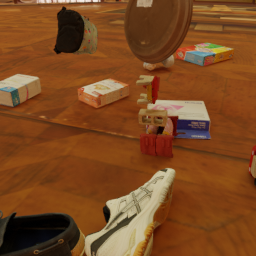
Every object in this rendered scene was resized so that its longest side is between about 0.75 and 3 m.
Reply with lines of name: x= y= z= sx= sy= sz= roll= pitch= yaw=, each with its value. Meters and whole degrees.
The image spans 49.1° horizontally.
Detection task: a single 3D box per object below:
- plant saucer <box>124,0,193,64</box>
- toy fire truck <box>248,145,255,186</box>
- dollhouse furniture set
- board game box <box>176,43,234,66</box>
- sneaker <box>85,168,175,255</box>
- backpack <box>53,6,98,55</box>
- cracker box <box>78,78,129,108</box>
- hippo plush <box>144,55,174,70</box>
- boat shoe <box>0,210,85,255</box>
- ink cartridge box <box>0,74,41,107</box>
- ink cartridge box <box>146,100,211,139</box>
plant saucer: x=0.762 y=-3.428 z=8.689 sx=0.412 sy=2.794 sz=2.794 roll=-3 pitch=25 yaw=-40
toy fire truck: x=3.809 y=0.619 z=6.812 sx=1.628 sy=1.190 sz=1.849 roll=6 pitch=19 yaw=11
dollhouse furniture set: x=0.837 y=-0.431 z=7.390 sx=0.896 sy=2.204 sz=1.186 roll=5 pitch=34 yaw=15
board game box: x=4.297 y=-4.162 z=15.652 sx=2.579 sy=0.520 sz=1.973 roll=-20 pitch=35 yaw=-32
sneaker: x=0.128 y=1.492 z=5.284 sx=1.117 sy=0.964 sz=2.548 roll=13 pitch=31 yaw=22
backpack: x=-1.571 y=-2.843 z=8.743 sx=1.044 sy=1.376 sz=1.649 roll=16 pitch=10 yaw=6
cracker box: x=-0.923 y=-1.383 z=10.800 sx=1.133 sy=0.488 sz=1.691 roll=26 pitch=39 yaw=37
hippo plush: x=1.571 y=-3.371 z=13.988 sx=1.275 sy=1.264 sz=1.586 roll=17 pitch=22 yaw=-22
boat shoe: x=-2.099 y=1.883 z=4.723 sx=2.726 sy=0.849 sz=1.017 roll=-2 pitch=32 yaw=-1
ink cartridge box: x=-4.318 y=-1.477 z=10.780 sx=1.145 sy=0.671 sz=1.585 roll=13 pitch=34 yaw=21
ink cartridge box: x=1.588 y=-0.349 z=9.074 sx=1.954 sy=0.431 sz=1.990 roll=2 pitch=28 yaw=4
